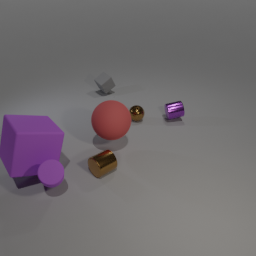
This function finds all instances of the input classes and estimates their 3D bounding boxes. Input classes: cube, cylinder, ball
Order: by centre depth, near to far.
[{"bbox_3d":[-2.150,1.287,7.863,0.700,0.700,0.700,4,72,-12],"label":"cylinder"},{"bbox_3d":[-2.942,0.497,8.477,1.400,1.400,1.400,0,23,-38],"label":"cube"},{"bbox_3d":[-0.817,1.136,9.007,0.700,0.700,0.700,-24,37,-36],"label":"cylinder"},{"bbox_3d":[-0.583,-0.271,9.804,1.400,1.400,1.400,0,29,0],"label":"ball"},{"bbox_3d":[2.009,-0.773,12.140,0.700,0.700,0.700,-13,30,-3],"label":"cylinder"},{"bbox_3d":[0.372,-0.643,12.186,0.700,0.700,0.700,0,29,0],"label":"ball"},{"bbox_3d":[-1.205,-2.367,14.627,0.700,0.700,0.700,-42,54,-9],"label":"cube"}]
